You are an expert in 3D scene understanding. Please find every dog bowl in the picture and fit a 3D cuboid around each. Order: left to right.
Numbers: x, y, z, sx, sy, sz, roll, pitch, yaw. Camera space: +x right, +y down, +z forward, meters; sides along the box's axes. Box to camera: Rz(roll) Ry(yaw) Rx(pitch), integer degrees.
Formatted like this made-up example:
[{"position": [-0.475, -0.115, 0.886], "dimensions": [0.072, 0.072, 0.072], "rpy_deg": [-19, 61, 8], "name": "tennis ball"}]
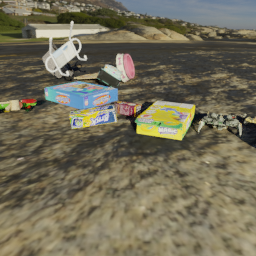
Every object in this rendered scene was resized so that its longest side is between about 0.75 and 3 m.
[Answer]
[{"position": [-0.115, -3.220, 14.836], "dimensions": [0.567, 1.536, 1.536], "rpy_deg": [-9, 18, 18], "name": "dog bowl"}]

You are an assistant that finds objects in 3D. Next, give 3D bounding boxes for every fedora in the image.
[{"position": [-4.070, -3.666, 15.832], "dimensions": [1.012, 2.241, 1.982], "rpy_deg": [-32, 60, 5], "name": "fedora"}]

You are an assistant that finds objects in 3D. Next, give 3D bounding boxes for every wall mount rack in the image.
[{"position": [-2.761, -3.503, 12.446], "dimensions": [0.840, 1.957, 2.252], "rpy_deg": [17, 54, 36], "name": "wall mount rack"}]

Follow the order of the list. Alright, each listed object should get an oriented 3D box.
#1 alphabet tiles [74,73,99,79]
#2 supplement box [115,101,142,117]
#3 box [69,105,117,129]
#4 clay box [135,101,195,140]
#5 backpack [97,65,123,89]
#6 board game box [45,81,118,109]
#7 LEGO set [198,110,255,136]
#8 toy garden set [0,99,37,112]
[{"position": [-1.717, -2.994, 15.930], "dimensions": [2.163, 0.082, 2.599], "rpy_deg": [0, 16, 18], "name": "alphabet tiles"}, {"position": [-0.005, -0.680, 9.888], "dimensions": [0.855, 0.366, 0.472], "rpy_deg": [12, 19, 26], "name": "supplement box"}, {"position": [-1.073, -0.357, 8.730], "dimensions": [1.426, 0.458, 0.499], "rpy_deg": [-9, 21, -2], "name": "box"}, {"position": [1.194, -0.255, 8.703], "dimensions": [1.371, 0.568, 2.386], "rpy_deg": [8, 23, 21], "name": "clay box"}, {"position": [-0.858, -2.513, 13.710], "dimensions": [1.154, 1.006, 1.312], "rpy_deg": [28, 5, -5], "name": "backpack"}, {"position": [-1.954, -1.409, 11.672], "dimensions": [2.475, 0.557, 1.882], "rpy_deg": [18, 27, 38], "name": "board game box"}, {"position": [3.117, -0.291, 8.730], "dimensions": [2.208, 0.626, 1.434], "rpy_deg": [-17, 27, -37], "name": "LEGO set"}, {"position": [-4.294, -0.579, 9.263], "dimensions": [2.547, 0.508, 2.123], "rpy_deg": [-11, 7, -32], "name": "toy garden set"}]
